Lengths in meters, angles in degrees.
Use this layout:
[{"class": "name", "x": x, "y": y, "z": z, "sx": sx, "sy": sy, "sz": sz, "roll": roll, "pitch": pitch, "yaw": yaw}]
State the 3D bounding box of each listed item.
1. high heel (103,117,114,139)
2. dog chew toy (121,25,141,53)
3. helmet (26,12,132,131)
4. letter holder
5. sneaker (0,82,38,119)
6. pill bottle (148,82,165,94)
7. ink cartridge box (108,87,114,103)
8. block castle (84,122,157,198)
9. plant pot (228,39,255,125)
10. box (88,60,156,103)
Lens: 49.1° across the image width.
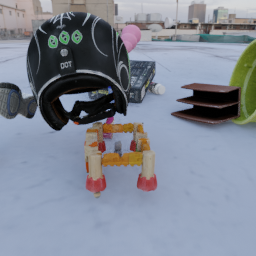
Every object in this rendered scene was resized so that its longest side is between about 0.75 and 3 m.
[{"class": "high heel", "x": -0.740, "y": -0.066, "z": 8.375, "sx": 0.608, "sy": 0.427, "sz": 1.267, "roll": 9, "pitch": 33, "yaw": -6}, {"class": "dog chew toy", "x": 0.031, "y": -2.833, "z": 9.069, "sx": 0.655, "sy": 0.655, "sz": 1.052, "roll": 9, "pitch": 59, "yaw": 22}, {"class": "helmet", "x": -1.100, "y": -1.362, "z": 6.516, "sx": 2.567, "sy": 2.567, "sz": 2.448, "roll": -4, "pitch": 53, "yaw": -10}, {"class": "letter holder", "x": 2.493, "y": -0.863, "z": 9.396, "sx": 1.413, "sy": 1.000, "sz": 1.988, "roll": -16, "pitch": 20, "yaw": -31}, {"class": "sneaker", "x": -3.085, "y": -0.690, "z": 7.020, "sx": 0.985, "sy": 0.843, "sz": 2.263, "roll": 17, "pitch": -5, "yaw": 4}, {"class": "pill bottle", "x": 1.302, "y": -1.825, "z": 12.870, "sx": 0.491, "sy": 0.491, "sz": 0.843, "roll": -13, "pitch": 24, "yaw": -30}, {"class": "ink cartridge box", "x": -0.394, "y": -1.366, "z": 10.784, "sx": 0.425, "sy": 1.115, "sz": 0.760, "roll": 11, "pitch": 23, "yaw": 26}, {"class": "block castle", "x": -0.196, "y": 0.606, "z": 5.854, "sx": 1.362, "sy": 0.956, "sz": 2.038, "roll": 0, "pitch": 20, "yaw": -5}, {"class": "plant pot", "x": 4.926, "y": -1.229, "z": 8.888, "sx": 2.488, "sy": 2.707, "sz": 2.707, "roll": 10, "pitch": 20, "yaw": -5}, {"class": "box", "x": -0.187, "y": -2.203, "z": 12.591, "sx": 2.361, "sy": 0.764, "sz": 2.994, "roll": 7, "pitch": 35, "yaw": 14}]
